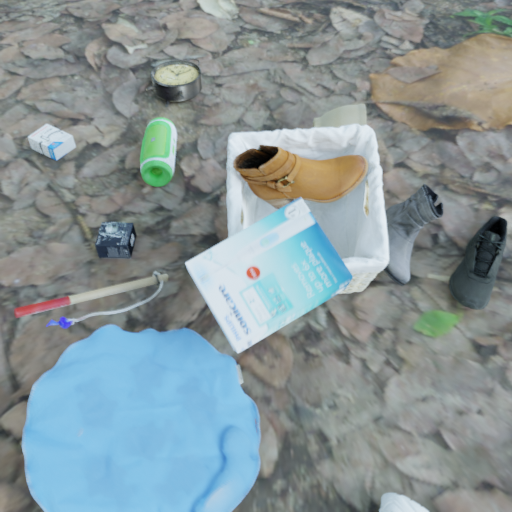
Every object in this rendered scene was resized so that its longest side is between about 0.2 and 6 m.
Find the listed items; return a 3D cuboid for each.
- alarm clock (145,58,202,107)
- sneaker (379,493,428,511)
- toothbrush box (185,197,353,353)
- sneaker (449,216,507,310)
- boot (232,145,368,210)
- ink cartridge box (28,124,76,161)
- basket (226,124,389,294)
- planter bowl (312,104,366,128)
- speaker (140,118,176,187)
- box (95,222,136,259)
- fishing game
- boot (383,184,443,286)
[{"bbox_3d":[-1.968,-4.633,14.598,1.286,0.635,1.906,16,53,14],"label":"alarm clock"},{"bbox_3d":[2.364,3.938,7.204,1.911,0.744,0.949,20,58,28],"label":"sneaker"},{"bbox_3d":[0.174,0.292,8.025,1.921,0.819,1.407,-29,76,-6],"label":"toothbrush box"},{"bbox_3d":[4.144,0.066,10.323,0.791,0.946,2.083,19,53,13],"label":"sneaker"},{"bbox_3d":[0.696,-1.430,8.949,1.900,1.475,0.729,-11,64,27],"label":"boot"},{"bbox_3d":[-4.767,-2.654,13.057,0.859,0.362,0.627,26,54,21],"label":"ink cartridge box"},{"bbox_3d":[0.822,-0.669,9.749,2.518,2.025,2.495,-3,73,2],"label":"basket"},{"bbox_3d":[1.735,-2.470,12.081,1.068,1.587,1.587,2,49,4],"label":"planter bowl"},{"bbox_3d":[-2.177,-2.349,12.555,0.754,0.754,1.706,-2,49,-2],"label":"speaker"},{"bbox_3d":[-2.748,-0.305,11.003,0.638,0.402,0.649,0,49,3],"label":"box"},{"bbox_3d":[-1.531,2.425,7.916,3.326,0.722,4.645,-15,63,-28],"label":"fishing game"},{"bbox_3d":[2.860,-0.465,10.329,0.670,1.263,1.919,31,41,-29],"label":"boot"}]
